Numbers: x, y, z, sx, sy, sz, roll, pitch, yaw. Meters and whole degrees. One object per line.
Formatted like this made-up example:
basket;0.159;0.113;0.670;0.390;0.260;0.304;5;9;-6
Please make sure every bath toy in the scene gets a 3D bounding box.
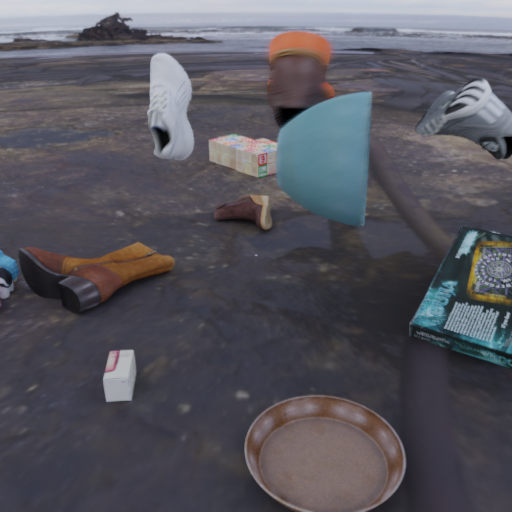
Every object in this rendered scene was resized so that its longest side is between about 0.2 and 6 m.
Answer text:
bath toy;-4.689;0.548;9.380;0.911;0.774;2.094;-3;27;-6

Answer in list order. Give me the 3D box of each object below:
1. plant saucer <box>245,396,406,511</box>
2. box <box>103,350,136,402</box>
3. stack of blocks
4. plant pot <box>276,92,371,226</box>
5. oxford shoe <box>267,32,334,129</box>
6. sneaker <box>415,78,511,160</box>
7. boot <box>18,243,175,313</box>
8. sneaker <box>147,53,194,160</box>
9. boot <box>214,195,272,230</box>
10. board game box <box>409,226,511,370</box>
plant saucer;0.760;2.276;6.345;1.785;0.307;1.785;1;26;0
box;-1.840;1.620;7.583;0.339;0.398;0.622;-2;26;-4
stack of blocks;-0.186;-3.075;16.907;1.363;0.693;2.367;-21;32;-36
plant pot;0.908;-1.305;7.540;1.173;1.742;1.742;4;26;11
oxford shoe;0.643;-2.351;9.036;1.125;1.146;3.161;4;-5;10
sneaker;3.898;-2.248;10.136;1.513;0.983;2.619;37;7;-4
boot;-2.978;0.067;10.393;2.088;0.759;2.218;17;30;32
sneaker;-1.896;-3.155;11.984;0.847;2.274;0.990;-2;15;26
boot;-0.318;-0.917;12.879;1.289;0.560;1.549;-10;26;6
board game box;3.722;0.555;8.945;1.718;0.358;2.541;16;49;30
